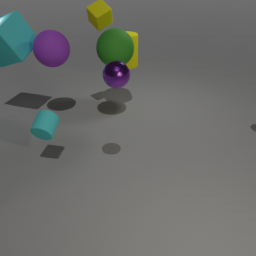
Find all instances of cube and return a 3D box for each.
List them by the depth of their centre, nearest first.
[{"bbox_3d":[-1.071,-4.288,10.645,0.700,0.700,0.700,-36,70,-13],"label":"cube"},{"bbox_3d":[-4.656,-3.446,10.947,1.400,1.400,1.400,-4,48,32],"label":"cube"}]

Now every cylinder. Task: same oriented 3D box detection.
[{"bbox_3d":[-2.572,-0.091,8.697,0.700,0.700,0.700,7,57,11],"label":"cylinder"},{"bbox_3d":[-0.272,-3.377,12.162,1.400,1.400,1.400,0,27,0],"label":"cylinder"}]

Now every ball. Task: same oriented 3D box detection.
[{"bbox_3d":[-0.295,-1.356,7.108,0.700,0.700,0.700,0,30,0],"label":"ball"},{"bbox_3d":[-0.471,-2.957,10.363,1.400,1.400,1.400,0,30,0],"label":"ball"},{"bbox_3d":[-2.957,-3.069,10.849,1.400,1.400,1.400,0,30,0],"label":"ball"}]
